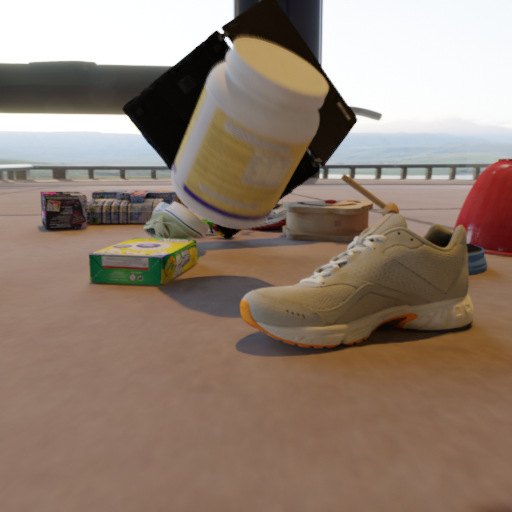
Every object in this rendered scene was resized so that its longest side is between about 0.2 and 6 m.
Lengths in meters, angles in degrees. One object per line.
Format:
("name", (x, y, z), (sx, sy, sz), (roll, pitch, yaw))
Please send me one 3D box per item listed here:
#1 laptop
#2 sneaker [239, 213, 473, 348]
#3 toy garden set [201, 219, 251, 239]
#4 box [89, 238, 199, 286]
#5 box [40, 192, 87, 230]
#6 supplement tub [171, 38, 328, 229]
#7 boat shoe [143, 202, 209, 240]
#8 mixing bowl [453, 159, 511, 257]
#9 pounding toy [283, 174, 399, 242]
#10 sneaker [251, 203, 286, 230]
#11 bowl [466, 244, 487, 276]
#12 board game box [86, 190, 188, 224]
("laptop", (-0.111, -2.445, 9.751), (3.151, 2.793, 1.628), (-37, 14, 9))
("sneaker", (0.829, 0.140, 4.491), (2.068, 0.951, 0.783), (-5, 10, -24))
("toy garden set", (-0.634, -0.528, 10.570), (1.192, 0.285, 1.430), (4, 9, 32))
("box", (-1.309, 0.026, 6.959), (0.908, 0.374, 1.548), (2, 8, 10))
("box", (-3.991, -0.940, 11.616), (0.829, 0.720, 1.254), (-3, 11, -24))
("supplement tub", (-0.087, -1.247, 5.860), (1.210, 1.664, 1.210), (19, 37, -15))
("boat shoe", (-1.284, -0.444, 8.846), (0.685, 0.590, 1.902), (38, -9, -22))
("mixing bowl", (4.491, -0.830, 8.918), (2.632, 1.425, 2.632), (1, 9, 0))
("pounding toy", (1.477, -0.918, 9.983), (2.081, 1.194, 1.190), (3, 15, 14))
("sneaker", (0.004, -1.013, 11.538), (0.838, 0.885, 2.154), (-9, 14, -42))
("bowl", (2.269, 0.001, 7.344), (1.426, 0.280, 1.426), (0, 9, 0))
("board game box", (-2.707, -1.175, 13.103), (2.204, 0.680, 2.206), (-1, 9, -5))
